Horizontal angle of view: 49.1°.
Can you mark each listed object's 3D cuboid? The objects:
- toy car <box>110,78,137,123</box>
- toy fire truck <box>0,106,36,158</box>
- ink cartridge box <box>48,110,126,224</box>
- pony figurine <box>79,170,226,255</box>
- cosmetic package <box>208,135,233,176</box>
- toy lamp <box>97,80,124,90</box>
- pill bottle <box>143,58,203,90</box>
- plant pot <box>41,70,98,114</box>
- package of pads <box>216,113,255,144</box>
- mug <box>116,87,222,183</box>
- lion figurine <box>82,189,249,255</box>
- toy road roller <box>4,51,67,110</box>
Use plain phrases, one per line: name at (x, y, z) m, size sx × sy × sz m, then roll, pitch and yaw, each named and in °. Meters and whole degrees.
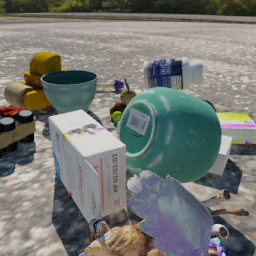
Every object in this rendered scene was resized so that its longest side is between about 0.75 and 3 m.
toy car at (-0.131, -1.115, 10.729) m, size 1.157 × 1.466 × 1.204 m, roll -2°, pitch 26°, yaw -7°
toy fire truck at (-4.307, 0.012, 8.938) m, size 2.143 × 1.378 × 1.886 m, roll 24°, pitch 34°, yaw 22°
ink cartridge box at (-0.857, 0.878, 6.410) m, size 0.980 × 1.663 × 2.888 m, roll -15°, pitch 30°, yaw -27°
pony figurine at (0.660, 2.223, 3.736) m, size 2.577 × 2.223 × 2.669 m, roll 32°, pitch 22°, yaw -7°
cosmetic package at (2.272, 0.659, 7.975) m, size 1.126 × 0.692 × 1.122 m, roll 13°, pitch 29°, yaw 25°
toy lamp at (-1.133, -2.128, 13.902) m, size 1.857 × 0.541 × 0.541 m, roll -1°, pitch 26°, yaw -3°
pill bottle at (2.087, -2.470, 12.943) m, size 2.621 × 1.455 × 1.455 m, roll -2°, pitch 25°, yaw 11°
plant pot at (-2.265, -1.350, 11.229) m, size 2.187 × 1.465 × 2.187 m, roll 0°, pitch 25°, yaw 0°
package of pads at (3.329, -0.024, 9.470) m, size 1.798 × 0.613 × 1.389 m, roll 1°, pitch 26°, yaw 1°
mug at (0.650, 0.267, 6.849) m, size 1.684 × 2.723 × 2.237 m, roll 13°, pitch 54°, yaw -38°
lion figurine at (0.692, 1.910, 5.031) m, size 2.800 × 1.715 × 1.015 m, roll 4°, pitch 56°, yaw -29°
toy road roller at (-3.830, -2.115, 12.072) m, size 1.752 × 2.082 × 2.852 m, roll 20°, pitch 33°, yaw 36°
